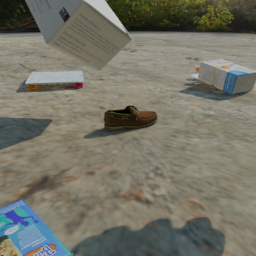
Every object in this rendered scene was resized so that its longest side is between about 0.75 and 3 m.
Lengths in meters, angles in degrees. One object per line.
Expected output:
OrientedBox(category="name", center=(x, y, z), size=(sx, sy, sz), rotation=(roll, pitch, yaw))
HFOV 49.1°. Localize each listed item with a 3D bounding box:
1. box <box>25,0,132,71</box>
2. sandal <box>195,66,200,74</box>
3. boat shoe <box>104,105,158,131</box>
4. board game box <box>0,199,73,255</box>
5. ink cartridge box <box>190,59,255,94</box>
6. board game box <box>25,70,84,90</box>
OrientedBox(category="box", center=(-1.529, -3.403, 8.565), size=(2.422, 1.583, 2.409), rotation=(16, 39, -57))
OrientedBox(category="sandal", center=(3.610, -2.549, 13.603), size=(0.541, 0.405, 1.413), rotation=(-2, 44, -17))
OrientedBox(category="boat shoe", center=(0.129, -0.334, 8.032), size=(1.697, 0.577, 0.611), rotation=(-12, 26, -26))
OrientedBox(category="board game box", center=(-1.592, 1.630, 3.671), size=(1.142, 0.338, 1.502), rotation=(-19, 29, -38))
OrientedBox(category="ink cartridge box", center=(4.069, -2.350, 12.128), size=(1.414, 0.833, 2.456), rotation=(-14, 34, -31))
OrientedBox(category="board game box", center=(-3.273, -2.242, 12.907), size=(2.436, 0.315, 2.436), rotation=(-4, 23, -10))
